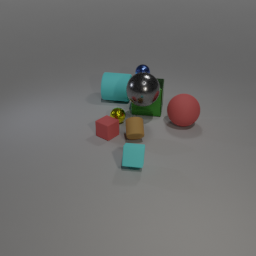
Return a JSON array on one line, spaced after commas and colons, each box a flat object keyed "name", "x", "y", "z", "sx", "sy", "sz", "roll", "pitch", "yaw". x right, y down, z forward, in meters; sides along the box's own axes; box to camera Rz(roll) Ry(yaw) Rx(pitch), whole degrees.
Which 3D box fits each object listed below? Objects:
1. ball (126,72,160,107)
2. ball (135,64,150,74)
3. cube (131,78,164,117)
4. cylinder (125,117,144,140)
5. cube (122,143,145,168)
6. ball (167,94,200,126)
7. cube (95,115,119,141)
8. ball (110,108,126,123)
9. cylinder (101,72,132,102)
[{"name": "ball", "x": 0.620, "y": -1.584, "z": 11.525, "sx": 1.400, "sy": 1.400, "sz": 1.400, "roll": 0, "pitch": 29, "yaw": 0}, {"name": "ball", "x": 0.696, "y": -2.661, "z": 13.281, "sx": 0.700, "sy": 0.700, "sz": 0.700, "roll": 0, "pitch": 29, "yaw": 0}, {"name": "cube", "x": 0.961, "y": -1.505, "z": 13.376, "sx": 1.400, "sy": 1.400, "sz": 1.400, "roll": 5, "pitch": 30, "yaw": 8}, {"name": "cylinder", "x": 0.265, "y": 0.013, "z": 10.914, "sx": 0.700, "sy": 0.700, "sz": 0.700, "roll": -2, "pitch": 69, "yaw": -4}, {"name": "cube", "x": 0.200, "y": 0.922, "z": 9.550, "sx": 0.700, "sy": 0.700, "sz": 0.700, "roll": 5, "pitch": 4, "yaw": 5}, {"name": "ball", "x": 2.372, "y": -0.766, "z": 11.979, "sx": 1.400, "sy": 1.400, "sz": 1.400, "roll": 0, "pitch": 29, "yaw": 0}, {"name": "cube", "x": -0.837, "y": -0.009, "z": 11.441, "sx": 0.700, "sy": 0.700, "sz": 0.700, "roll": 22, "pitch": 36, "yaw": 33}, {"name": "ball", "x": -0.456, "y": -0.560, "z": 12.439, "sx": 0.700, "sy": 0.700, "sz": 0.700, "roll": 0, "pitch": 29, "yaw": 0}, {"name": "cylinder", "x": -0.564, "y": -2.107, "z": 14.382, "sx": 1.400, "sy": 1.400, "sz": 1.400, "roll": 6, "pitch": 30, "yaw": 7}]
